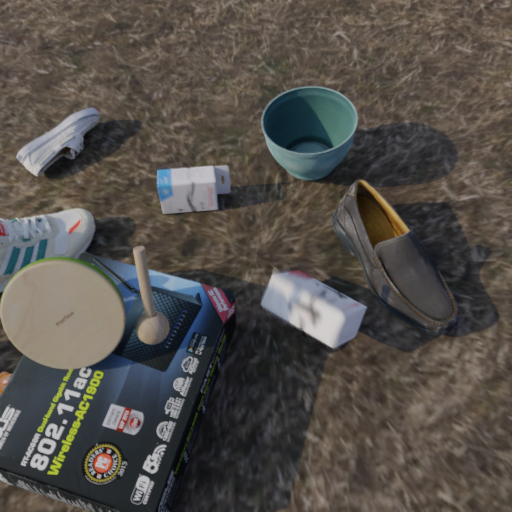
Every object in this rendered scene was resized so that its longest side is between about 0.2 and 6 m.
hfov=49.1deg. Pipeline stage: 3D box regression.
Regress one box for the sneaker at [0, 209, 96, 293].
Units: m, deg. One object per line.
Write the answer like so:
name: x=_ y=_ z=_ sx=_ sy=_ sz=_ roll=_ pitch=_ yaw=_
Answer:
sneaker: x=-4.202 y=-0.242 z=9.885 sx=2.766 sy=1.293 sz=0.974 roll=-27 pitch=60 yaw=-16

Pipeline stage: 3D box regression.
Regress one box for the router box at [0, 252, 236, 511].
router box: x=-2.097 y=1.906 z=8.547 sx=2.715 sy=1.126 sz=3.623 roll=13 pitch=57 yaw=9

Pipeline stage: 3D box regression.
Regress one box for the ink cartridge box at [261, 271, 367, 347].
ink cartridge box: x=0.962 y=0.826 z=9.202 sx=1.407 sy=0.583 sz=1.033 roll=28 pitch=17 yaw=26

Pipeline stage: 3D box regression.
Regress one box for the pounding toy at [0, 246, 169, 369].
pounding toy: x=-2.401 y=0.607 z=7.998 sx=2.147 sy=1.657 sz=0.996 roll=-10 pitch=22 yaw=0

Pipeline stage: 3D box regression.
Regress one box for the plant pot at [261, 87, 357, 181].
plant pot: x=1.060 y=-2.285 z=11.133 sx=1.819 sy=1.218 sz=1.819 roll=-3 pitch=58 yaw=5

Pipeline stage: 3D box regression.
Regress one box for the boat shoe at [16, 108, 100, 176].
boat shoe: x=-3.986 y=-2.359 z=11.770 sx=0.692 sy=0.703 sz=1.983 roll=48 pitch=62 yaw=-3

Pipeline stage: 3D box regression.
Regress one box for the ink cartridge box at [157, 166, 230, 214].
ink cartridge box: x=-1.181 y=-1.282 z=10.858 sx=1.368 sy=0.792 sz=0.456 roll=-5 pitch=52 yaw=-2

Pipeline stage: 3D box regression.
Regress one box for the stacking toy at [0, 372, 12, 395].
stacking toy: x=-4.882 y=2.001 z=8.544 sx=2.666 sy=1.547 sz=1.463 roll=6 pitch=56 yaw=-13

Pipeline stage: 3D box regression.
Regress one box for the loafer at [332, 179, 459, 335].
loafer: x=2.415 y=-0.012 z=9.828 sx=1.140 sy=1.132 sz=3.131 roll=-28 pitch=61 yaw=-19
